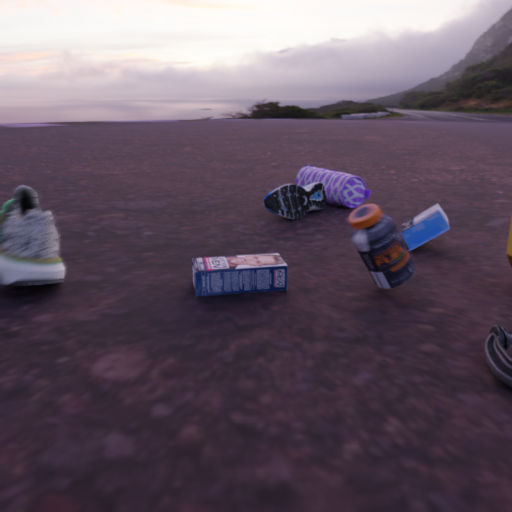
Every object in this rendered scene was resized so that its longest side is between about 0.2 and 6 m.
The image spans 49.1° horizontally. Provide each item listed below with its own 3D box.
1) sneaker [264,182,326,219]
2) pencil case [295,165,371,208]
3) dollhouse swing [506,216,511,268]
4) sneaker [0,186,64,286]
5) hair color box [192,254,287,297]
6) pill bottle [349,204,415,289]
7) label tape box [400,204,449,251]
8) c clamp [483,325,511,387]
[{"bbox_3d":[0.794,-1.236,13.033,0.919,0.801,2.044,-5,4,39],"label":"sneaker"},{"bbox_3d":[1.873,-1.757,14.305,0.889,0.872,2.079,13,9,-35],"label":"pencil case"},{"bbox_3d":[4.202,-0.069,8.092,0.932,0.963,1.060,5,-16,33],"label":"dollhouse swing"},{"bbox_3d":[-3.708,-0.486,8.974,1.148,1.322,2.984,5,12,-39],"label":"sneaker"},{"bbox_3d":[-0.257,0.269,8.360,1.354,0.410,0.677,-3,17,-10],"label":"hair color box"},{"bbox_3d":[1.783,-0.157,8.107,0.644,1.213,0.644,-26,27,15],"label":"pill bottle"},{"bbox_3d":[3.119,-0.535,10.385,0.805,0.371,1.123,-32,2,22],"label":"label tape box"},{"bbox_3d":[3.467,1.070,6.100,2.167,0.293,1.851,0,22,-4],"label":"c clamp"}]
